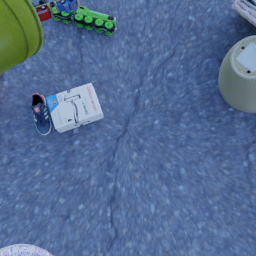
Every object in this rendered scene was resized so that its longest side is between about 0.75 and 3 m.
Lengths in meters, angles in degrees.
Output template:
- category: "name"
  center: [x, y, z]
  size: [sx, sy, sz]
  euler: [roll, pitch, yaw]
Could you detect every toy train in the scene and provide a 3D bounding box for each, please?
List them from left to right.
- category: "toy train"
  center: [-1.823, -2.465, 5.909]
  size: [1.784, 0.304, 0.408]
  euler: [-18, 65, -2]
- category: "toy train"
  center: [-1.418, -3.632, 9.175]
  size: [2.254, 0.470, 0.636]
  euler: [16, 68, 3]

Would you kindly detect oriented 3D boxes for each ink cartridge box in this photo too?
- category: "ink cartridge box"
  center: [-1.574, -0.606, 8.411]
  size: [1.433, 0.604, 1.046]
  euler: [-20, 78, -4]

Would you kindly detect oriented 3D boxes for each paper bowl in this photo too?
- category: "paper bowl"
  center: [-1.942, 2.877, 4.814]
  size: [1.639, 0.853, 1.639]
  euler: [10, 68, -25]

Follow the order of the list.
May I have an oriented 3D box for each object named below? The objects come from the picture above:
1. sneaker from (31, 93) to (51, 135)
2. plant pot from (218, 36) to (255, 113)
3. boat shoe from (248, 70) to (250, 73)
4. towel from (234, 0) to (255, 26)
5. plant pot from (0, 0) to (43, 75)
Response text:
- category: "sneaker"
  center: [-2.663, -0.439, 8.405]
  size: [0.488, 0.550, 1.301]
  euler: [-16, 79, -4]
- category: "plant pot"
  center: [3.346, -1.549, 7.458]
  size: [2.080, 2.221, 2.080]
  euler: [-2, 86, 25]
- category: "boat shoe"
  center: [4.154, -1.855, 8.422]
  size: [2.662, 0.944, 0.930]
  euler: [12, 71, -10]
- category: "towel"
  center: [4.307, -2.747, 8.035]
  size: [2.832, 2.705, 0.457]
  euler: [43, 119, 8]
- category: "plant pot"
  center: [-3.317, -1.767, 5.614]
  size: [2.285, 2.285, 2.200]
  euler: [27, 58, 6]
